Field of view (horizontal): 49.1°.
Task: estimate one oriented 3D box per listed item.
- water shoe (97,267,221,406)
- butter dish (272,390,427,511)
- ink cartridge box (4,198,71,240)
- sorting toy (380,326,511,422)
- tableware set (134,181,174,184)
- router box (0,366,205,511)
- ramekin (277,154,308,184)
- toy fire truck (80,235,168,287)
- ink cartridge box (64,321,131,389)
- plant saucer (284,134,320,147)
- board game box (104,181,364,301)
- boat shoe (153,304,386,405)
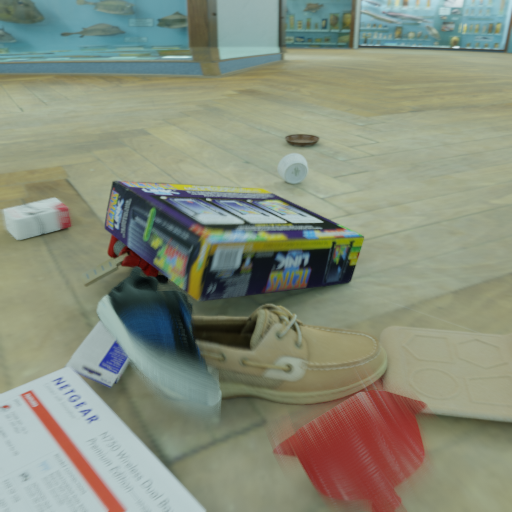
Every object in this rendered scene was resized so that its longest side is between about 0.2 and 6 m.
[{"bbox_3d":[-0.978,0.752,5.890,2.046,0.732,0.807,32,85,40],"label":"water shoe"},{"bbox_3d":[0.992,1.838,5.001,1.211,1.214,0.898,26,33,-48],"label":"butter dish"},{"bbox_3d":[-4.355,-0.750,11.146,1.060,0.439,0.778,-20,31,-33],"label":"ink cartridge box"},{"bbox_3d":[2.461,1.441,6.847,1.805,0.329,1.671,0,25,10],"label":"sorting toy"},{"bbox_3d":[-1.871,-1.420,12.647,2.009,0.403,1.328,23,34,39],"label":"tableware set"},{"bbox_3d":[-1.990,2.478,3.990,3.070,0.836,3.421,-20,32,-36],"label":"router box"},{"bbox_3d":[0.928,-2.109,13.757,0.755,0.755,0.352,-6,38,-12],"label":"ramekin"},{"bbox_3d":[-2.163,0.023,9.096,1.351,0.869,1.189,7,17,-41],"label":"toy fire truck"},{"bbox_3d":[-1.893,1.218,7.122,0.613,0.240,1.295,24,25,-2],"label":"ink cartridge box"},{"bbox_3d":[1.422,-3.565,17.374,1.090,0.199,1.090,-1,25,0],"label":"plant saucer"},{"bbox_3d":[-0.328,-0.348,8.881,3.193,0.905,2.640,-3,23,-42],"label":"board game box"},{"bbox_3d":[0.181,1.124,6.721,2.879,0.929,1.026,-3,26,-6],"label":"boat shoe"}]
